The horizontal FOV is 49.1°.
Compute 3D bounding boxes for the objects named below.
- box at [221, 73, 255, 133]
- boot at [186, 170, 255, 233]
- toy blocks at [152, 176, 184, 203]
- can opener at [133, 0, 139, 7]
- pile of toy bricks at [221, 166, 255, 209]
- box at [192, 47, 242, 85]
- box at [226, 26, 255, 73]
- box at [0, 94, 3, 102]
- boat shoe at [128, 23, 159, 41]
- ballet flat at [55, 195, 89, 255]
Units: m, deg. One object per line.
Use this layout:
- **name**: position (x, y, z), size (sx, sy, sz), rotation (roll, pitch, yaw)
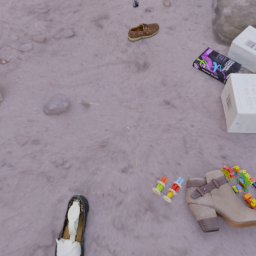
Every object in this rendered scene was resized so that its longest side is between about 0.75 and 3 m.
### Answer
- **box**: position (5.283, -0.948, 11.093), size (2.608, 1.387, 1.986), rotation (3, 58, 2)
- **boot**: position (3.271, 2.338, 9.308), size (2.624, 0.921, 1.918), rotation (-6, 59, -2)
- **toy blocks**: position (1.441, 2.010, 9.860), size (0.799, 0.348, 0.958), rotation (33, 64, 18)
- **can opener**: position (0.426, -7.073, 15.604), size (0.348, 0.281, 0.885), rotation (-3, 58, -1)
- **pile of toy bricks**: position (4.092, 1.849, 9.681), size (0.918, 0.817, 1.654), rotation (-26, 62, -16)
- **box**: position (4.118, -2.903, 12.958), size (1.828, 0.330, 1.307), rotation (36, 65, 19)
- **box**: position (5.772, -3.667, 13.024), size (1.563, 1.027, 1.571), rotation (38, 65, 21)
- **box**: position (-6.605, -1.215, 11.416), size (2.471, 1.173, 0.961), rotation (-31, 63, -16)
- **boat shoe**: position (0.814, -4.918, 14.059), size (1.770, 0.598, 0.637), rotation (-23, 61, -14)
- **ballet flat**: position (-1.793, 3.343, 8.681), size (0.918, 0.923, 2.700), rotation (1, 58, 2)
